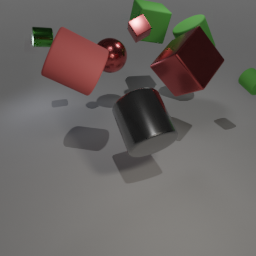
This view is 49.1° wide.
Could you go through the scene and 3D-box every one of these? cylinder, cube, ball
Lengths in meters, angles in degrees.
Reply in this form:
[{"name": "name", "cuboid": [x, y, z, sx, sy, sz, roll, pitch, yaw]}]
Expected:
[{"name": "cylinder", "cuboid": [2.780, -3.774, 11.797, 1.400, 1.400, 1.400, -24, 31, 16]}, {"name": "cylinder", "cuboid": [-1.444, -1.793, 7.658, 1.400, 1.400, 1.400, 23, 28, -16]}, {"name": "cube", "cuboid": [1.863, -2.052, 8.896, 1.400, 1.400, 1.400, -51, 19, -21]}, {"name": "cube", "cuboid": [0.931, -4.807, 12.633, 1.400, 1.400, 1.400, 2, 38, -18]}, {"name": "cylinder", "cuboid": [0.443, -0.126, 7.560, 1.400, 1.400, 1.400, -13, 66, -20]}, {"name": "cylinder", "cuboid": [-3.177, -3.365, 10.386, 0.700, 0.700, 0.700, -5, 31, -23]}, {"name": "ball", "cuboid": [-0.734, -2.979, 11.525, 1.400, 1.400, 1.400, 0, 32, 0]}, {"name": "cube", "cuboid": [0.457, -4.052, 11.431, 0.700, 0.700, 0.700, -31, -2, -4]}, {"name": "cylinder", "cuboid": [4.396, -1.635, 9.866, 0.700, 0.700, 0.700, -13, 50, -20]}]
